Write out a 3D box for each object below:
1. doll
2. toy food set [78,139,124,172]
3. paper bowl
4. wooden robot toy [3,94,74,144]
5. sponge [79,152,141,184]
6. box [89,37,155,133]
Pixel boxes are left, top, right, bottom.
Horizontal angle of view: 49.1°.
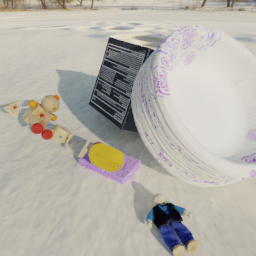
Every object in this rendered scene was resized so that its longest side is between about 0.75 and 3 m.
[{"bbox_3d":[0.659,1.413,4.267,0.750,0.266,1.099,-13,30,-13],"label":"doll"},{"bbox_3d":[-0.474,0.503,5.462,0.848,0.499,0.277,25,18,-1],"label":"toy food set"},{"bbox_3d":[1.457,-0.333,5.511,2.967,2.967,1.543,-17,-14,-32],"label":"paper bowl"},{"bbox_3d":[-1.682,-0.279,6.032,0.864,1.904,0.839,-49,49,0],"label":"wooden robot toy"},{"bbox_3d":[-0.382,0.717,5.786,1.164,0.174,0.649,19,39,29],"label":"sponge"},{"bbox_3d":[0.120,-1.121,7.383,1.237,1.991,2.007,10,17,-36],"label":"box"}]
